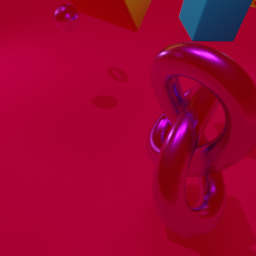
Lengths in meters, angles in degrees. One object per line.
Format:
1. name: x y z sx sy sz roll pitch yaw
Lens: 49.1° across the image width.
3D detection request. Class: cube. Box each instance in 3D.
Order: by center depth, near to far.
1. cube: -0.224 -2.162 3.838 1.071 1.071 1.071 24 2 12
2. cube: 1.842 -2.587 6.074 1.015 1.015 1.015 -3 51 -13

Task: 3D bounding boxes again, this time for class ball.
1. ball: -1.659 -2.982 7.644 0.737 0.737 0.737 0 38 0

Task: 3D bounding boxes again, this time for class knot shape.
1. knot shape: 0.684 -0.022 2.947 0.904 1.832 1.957 0 49 1

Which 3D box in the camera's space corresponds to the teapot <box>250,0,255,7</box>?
1. teapot: 3.161 -3.348 6.871 0.907 1.458 0.714 25 61 -9
